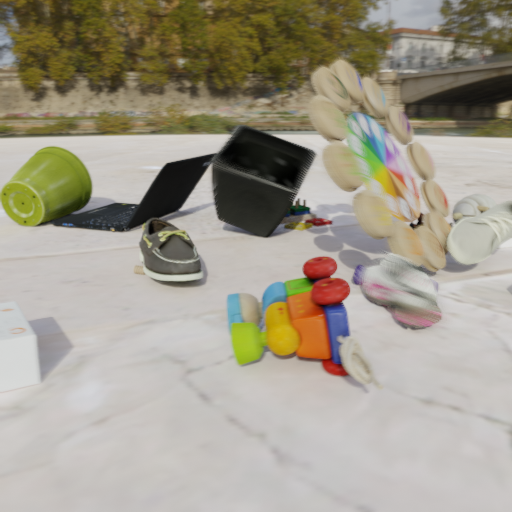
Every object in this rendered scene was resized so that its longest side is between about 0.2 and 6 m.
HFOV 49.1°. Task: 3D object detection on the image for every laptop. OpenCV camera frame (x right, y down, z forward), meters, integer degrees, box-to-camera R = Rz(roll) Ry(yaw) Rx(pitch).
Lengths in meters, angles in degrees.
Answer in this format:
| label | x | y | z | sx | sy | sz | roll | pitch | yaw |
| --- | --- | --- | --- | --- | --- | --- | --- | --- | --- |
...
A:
| label | x | y | z | sx | sy | sz | roll | pitch | yaw |
| --- | --- | --- | --- | --- | --- | --- | --- | --- | --- |
| laptop | -2.919 | -1.655 | 13.721 | 3.158 | 1.631 | 2.799 | 6 | 16 | 19 |

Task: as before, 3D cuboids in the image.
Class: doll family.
| label | x | y | z | sx | sy | sz | roll | pitch | yaw |
| --- | --- | --- | --- | --- | --- | --- | --- | --- | --- |
| doll family | 3.471 | -0.475 | 11.361 | 0.892 | 0.605 | 1.543 | 21 | 16 | 10 |

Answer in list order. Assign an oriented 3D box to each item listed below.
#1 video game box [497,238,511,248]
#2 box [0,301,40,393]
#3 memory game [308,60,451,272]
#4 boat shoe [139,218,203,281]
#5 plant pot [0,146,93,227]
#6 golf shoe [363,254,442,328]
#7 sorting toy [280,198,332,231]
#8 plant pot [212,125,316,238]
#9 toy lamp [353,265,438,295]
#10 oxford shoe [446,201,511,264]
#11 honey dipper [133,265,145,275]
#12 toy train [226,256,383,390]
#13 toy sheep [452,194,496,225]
| label | x | y | z | sx | sy | sz | roll | pitch | yaw |
| --- | --- | --- | --- | --- | --- | --- | --- | --- | --- |
| video game box | 5.191 | -0.459 | 11.896 | 1.308 | 0.306 | 1.192 | -4 | 18 | -13 |
| box | -2.888 | 0.991 | 6.133 | 0.741 | 0.581 | 1.192 | -9 | 17 | -30 |
| memory game | 2.208 | -1.520 | 9.304 | 0.248 | 3.901 | 3.901 | -30 | -5 | 36 |
| boat shoe | -1.520 | -0.134 | 9.556 | 0.897 | 0.757 | 2.515 | 0 | 11 | -23 |
| plant pot | -5.239 | -1.562 | 13.670 | 1.792 | 1.792 | 1.726 | 4 | 28 | 14 |
| golf shoe | 1.979 | 0.322 | 7.795 | 0.671 | 0.851 | 1.849 | -15 | 14 | -9 |
| sorting toy | 0.621 | -1.185 | 14.141 | 1.414 | 0.496 | 2.934 | -9 | 18 | -29 |
| plant pot | 0.045 | -1.509 | 12.116 | 1.814 | 1.613 | 1.818 | 21 | 42 | 5 |
| toy lamp | 2.163 | 0.399 | 8.680 | 1.277 | 0.372 | 0.372 | 13 | 20 | 35 |
| oxford shoe | 3.995 | -0.460 | 9.542 | 2.072 | 0.779 | 0.598 | -22 | -16 | -32 |
| honey dipper | -1.694 | 0.287 | 9.529 | 0.814 | 0.155 | 0.155 | 8 | 17 | 15 |
| toy train | 0.362 | 0.868 | 6.008 | 1.429 | 1.046 | 2.470 | -10 | 16 | 2 |
| toy sheep | 4.445 | -0.840 | 11.322 | 1.322 | 0.912 | 0.912 | -1 | 13 | -34 |
